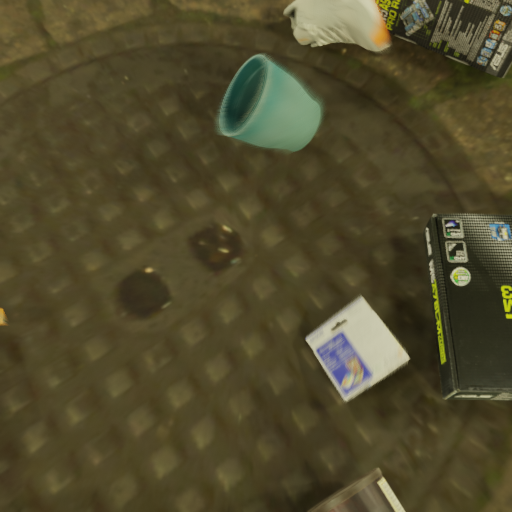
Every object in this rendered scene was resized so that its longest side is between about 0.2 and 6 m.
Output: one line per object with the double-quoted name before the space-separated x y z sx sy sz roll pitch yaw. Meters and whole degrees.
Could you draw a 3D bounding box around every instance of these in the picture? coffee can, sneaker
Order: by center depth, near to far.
"coffee can" 1.309 3.233 6.114 1.038 1.038 1.419 -28 68 -12
"sneaker" 1.272 -3.758 9.200 1.146 0.943 2.492 -35 40 6

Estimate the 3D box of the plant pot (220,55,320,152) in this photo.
"plant pot" 0.267 -2.149 8.331 1.156 1.231 1.231 19 61 -31

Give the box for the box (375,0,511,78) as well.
"box" 3.239 -4.536 8.451 2.646 3.303 0.731 28 68 13

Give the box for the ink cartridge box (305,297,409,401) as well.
"ink cartridge box" 1.302 1.212 7.318 0.972 0.231 0.984 -37 58 7

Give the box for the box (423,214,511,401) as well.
"box" 3.708 0.659 7.542 2.607 0.619 2.518 2 63 1

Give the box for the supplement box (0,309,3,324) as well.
"supplement box" -3.758 0.814 7.536 0.653 0.217 0.225 0 82 9
